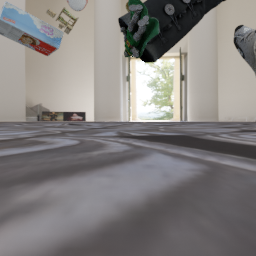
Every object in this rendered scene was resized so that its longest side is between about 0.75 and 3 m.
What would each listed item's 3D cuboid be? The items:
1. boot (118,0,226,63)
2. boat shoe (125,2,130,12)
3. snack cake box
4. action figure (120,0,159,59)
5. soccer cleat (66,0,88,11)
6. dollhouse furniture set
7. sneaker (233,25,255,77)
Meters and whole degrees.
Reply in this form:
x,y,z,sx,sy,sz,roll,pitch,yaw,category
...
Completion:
x,y,z,sx,sy,sz,roll,pitch,yaw,category
0.679,-2.587,5.351,2.214,1.825,0.727,-41,7,-4,boot
0.513,-3.927,9.824,1.428,0.521,0.449,17,-12,-21,boat shoe
-3.327,-3.236,9.399,1.983,0.666,1.140,21,-16,-33,snack cake box
0.102,-1.506,4.642,0.357,0.770,1.304,-26,-9,-12,action figure
-0.999,-2.767,4.924,0.465,1.354,0.577,-5,-1,9,soccer cleat
-1.983,-3.328,8.364,0.873,0.485,0.772,33,24,-22,dollhouse furniture set
3.492,-2.592,7.701,1.002,1.543,2.672,-29,-32,-2,sneaker
